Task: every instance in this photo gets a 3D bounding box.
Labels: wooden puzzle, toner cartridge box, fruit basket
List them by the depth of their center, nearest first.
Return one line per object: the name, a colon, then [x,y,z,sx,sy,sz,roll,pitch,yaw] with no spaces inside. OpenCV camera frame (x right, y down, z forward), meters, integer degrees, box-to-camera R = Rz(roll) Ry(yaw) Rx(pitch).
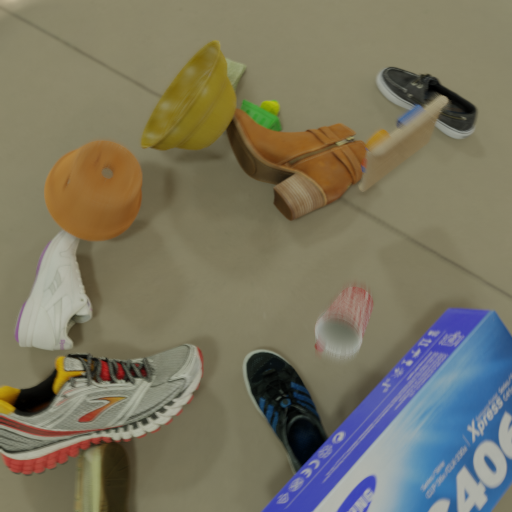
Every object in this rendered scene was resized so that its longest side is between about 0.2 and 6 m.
toner cartridge box: [2.268,2.996,7.937,4.542,0.981,2.157,-41,101,-19]
wooden puzzle: [2.377,-1.923,9.522,1.555,1.679,0.389,-37,77,-6]
fruit basket: [0.172,-3.030,11.939,0.980,0.707,0.980,-2,76,10]

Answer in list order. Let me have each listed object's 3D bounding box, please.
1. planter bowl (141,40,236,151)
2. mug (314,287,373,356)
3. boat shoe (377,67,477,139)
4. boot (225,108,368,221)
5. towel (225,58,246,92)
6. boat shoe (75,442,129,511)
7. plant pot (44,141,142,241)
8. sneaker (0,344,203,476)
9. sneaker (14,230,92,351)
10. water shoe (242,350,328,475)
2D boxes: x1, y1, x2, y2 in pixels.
planter bowl: [-1.083,-2.746,10.551,0.997,2.393,2.393,34,60,-26]
mug: [1.317,0.982,8.721,0.946,0.711,1.066,-17,15,31]
boat shoe: [3.680,-3.479,12.040,0.861,0.816,2.464,-37,68,-18]
boot: [0.841,-2.253,11.223,2.193,1.083,2.824,-32,68,-15]
towel: [-0.872,-3.982,12.640,0.987,0.243,1.330,17,63,10]
boat shoe: [-2.339,3.926,8.161,0.713,0.827,2.267,-20,61,25]
plant pot: [-2.721,-1.224,9.763,1.700,1.190,1.700,8,72,-26]
sneaker: [-2.376,2.095,8.508,3.308,1.359,1.288,-21,24,-13]
sneaker: [-3.403,0.607,9.980,1.157,0.870,2.324,14,64,-11]
water shoe: [0.602,2.444,8.772,0.889,0.981,2.486,-26,66,-14]
